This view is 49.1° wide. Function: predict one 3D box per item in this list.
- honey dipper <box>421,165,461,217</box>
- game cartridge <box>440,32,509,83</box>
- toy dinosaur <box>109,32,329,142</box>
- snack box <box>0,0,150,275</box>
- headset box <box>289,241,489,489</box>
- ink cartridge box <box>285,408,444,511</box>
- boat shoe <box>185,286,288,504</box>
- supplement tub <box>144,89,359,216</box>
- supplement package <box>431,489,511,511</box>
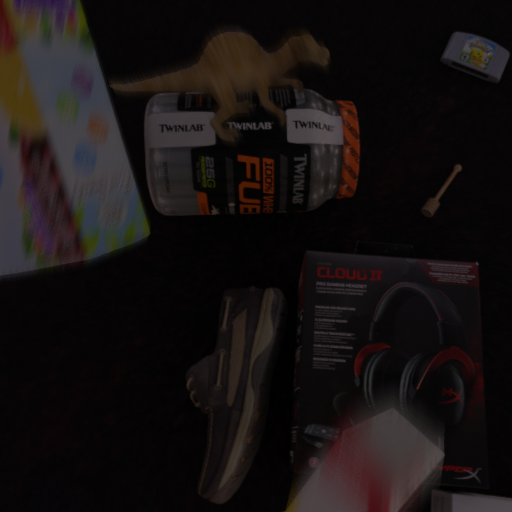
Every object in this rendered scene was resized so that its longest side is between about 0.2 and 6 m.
[{"bbox_3d":[3.122,-1.103,9.332,0.212,0.212,1.117,36,72,11],"label":"honey dipper"},{"bbox_3d":[3.992,-3.635,10.175,1.102,0.223,0.735,24,69,8],"label":"game cartridge"},{"bbox_3d":[-0.356,-2.099,6.787,2.501,1.265,0.728,-9,52,9],"label":"toy dinosaur"},{"bbox_3d":[-2.823,-1.387,6.298,2.603,1.045,3.087,-7,102,35],"label":"snack box"},{"bbox_3d":[1.780,1.397,7.911,2.457,1.240,3.305,5,71,2],"label":"headset box"},{"bbox_3d":[0.759,2.025,4.572,0.583,1.015,1.398,40,110,29],"label":"ink cartridge box"},{"bbox_3d":[-0.372,1.844,7.957,1.120,1.138,3.055,10,63,13],"label":"boat shoe"},{"bbox_3d":[-0.059,-1.581,8.590,3.052,1.870,1.870,-2,71,0],"label":"supplement tub"},{"bbox_3d":[3.189,3.808,7.288,1.602,0.888,1.248,7,72,2],"label":"supplement package"}]
